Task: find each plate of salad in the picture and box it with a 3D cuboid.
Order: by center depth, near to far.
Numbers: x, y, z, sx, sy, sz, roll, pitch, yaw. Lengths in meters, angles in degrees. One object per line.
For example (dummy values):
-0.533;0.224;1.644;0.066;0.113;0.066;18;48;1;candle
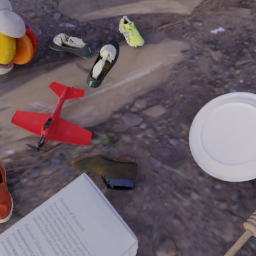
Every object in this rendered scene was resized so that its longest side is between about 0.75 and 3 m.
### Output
3.248;0.246;8.506;2.791;0.670;2.791;-12;66;29;plate of salad

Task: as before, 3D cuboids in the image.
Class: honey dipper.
2.770;3.174;7.266;2.637;0.501;0.501;-39;67;-18;honey dipper

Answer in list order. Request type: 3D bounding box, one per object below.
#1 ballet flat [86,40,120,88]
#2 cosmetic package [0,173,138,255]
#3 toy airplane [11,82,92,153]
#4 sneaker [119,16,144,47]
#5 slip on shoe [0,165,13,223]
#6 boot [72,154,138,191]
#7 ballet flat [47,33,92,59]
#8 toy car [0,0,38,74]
-0.650;-1.871;7.896;0.562;0.565;1.653;23;76;-2;ballet flat
-1.291;2.829;6.545;2.423;2.027;2.015;-36;65;-20;cosmetic package
-2.374;-0.448;9.364;2.883;0.530;2.883;1;60;-2;toy airplane
0.103;-3.892;11.353;0.599;0.607;1.589;-29;64;-17;sneaker
-3.745;1.809;8.020;0.672;0.555;1.815;-16;62;-11;slip on shoe
-0.674;1.330;8.199;1.977;0.739;0.958;-1;57;-3;boot
-2.324;-3.337;10.981;2.013;0.735;0.735;21;62;12;ballet flat
-4.440;-3.441;10.397;1.982;2.313;2.643;-12;58;-49;toy car
